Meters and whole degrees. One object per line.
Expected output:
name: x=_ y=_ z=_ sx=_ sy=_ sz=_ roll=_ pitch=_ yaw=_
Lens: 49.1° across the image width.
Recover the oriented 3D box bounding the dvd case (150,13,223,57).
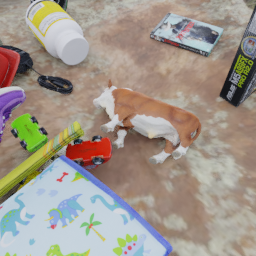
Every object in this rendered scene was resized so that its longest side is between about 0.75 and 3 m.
dvd case: x=2.049 y=-3.299 z=9.759 sx=2.135 sy=0.235 sz=1.558 roll=24 pitch=56 yaw=18

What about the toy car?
toy car: x=-1.872 y=0.578 z=6.413 sx=2.530 sy=0.564 sz=2.381 roll=-37 pitch=60 yaw=-15

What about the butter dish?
butter dish: x=-4.426 y=-1.413 z=7.023 sx=2.467 sy=1.829 sz=2.474 roll=13 pitch=74 yaw=9

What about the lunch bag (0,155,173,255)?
lunch bag: x=-0.950 y=2.036 z=4.537 sx=2.644 sy=1.685 sz=2.248 roll=23 pitch=55 yaw=41

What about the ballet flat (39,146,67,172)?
ballet flat: x=-1.709 y=0.789 z=6.529 sx=0.392 sy=0.392 sz=1.092 roll=21 pitch=55 yaw=15

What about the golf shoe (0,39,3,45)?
golf shoe: x=-4.942 y=-2.440 z=8.816 sx=0.937 sy=0.755 sz=1.927 roll=31 pitch=57 yaw=28

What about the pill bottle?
pill bottle: x=-2.214 y=-3.013 z=8.881 sx=1.276 sy=1.276 sz=2.292 roll=-28 pitch=59 yaw=-20

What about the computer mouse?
computer mouse: x=-2.916 y=-1.687 z=8.449 sx=2.967 sy=0.505 sz=0.870 roll=31 pitch=42 yaw=16

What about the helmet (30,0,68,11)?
helmet: x=-2.819 y=-4.546 z=10.026 sx=1.377 sy=1.377 sz=1.313 roll=19 pitch=99 yaw=14

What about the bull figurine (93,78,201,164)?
bull figurine: x=0.325 y=-0.201 z=6.879 sx=2.912 sy=0.948 sz=1.768 roll=16 pitch=50 yaw=11

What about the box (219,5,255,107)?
box: x=3.657 y=-2.189 z=7.216 sx=2.333 sy=2.912 sz=0.644 roll=-37 pitch=63 yaw=-24

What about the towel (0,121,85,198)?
towel: x=-1.944 y=0.709 z=5.895 sx=2.415 sy=0.218 sz=1.039 roll=-38 pitch=15 yaw=-4

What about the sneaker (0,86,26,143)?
sneaker: x=-2.789 y=0.000 z=5.808 sx=0.830 sy=0.802 sz=1.990 roll=40 pitch=84 yaw=9
